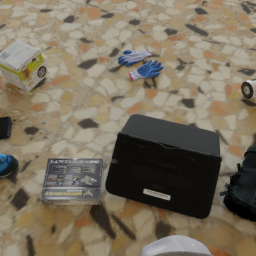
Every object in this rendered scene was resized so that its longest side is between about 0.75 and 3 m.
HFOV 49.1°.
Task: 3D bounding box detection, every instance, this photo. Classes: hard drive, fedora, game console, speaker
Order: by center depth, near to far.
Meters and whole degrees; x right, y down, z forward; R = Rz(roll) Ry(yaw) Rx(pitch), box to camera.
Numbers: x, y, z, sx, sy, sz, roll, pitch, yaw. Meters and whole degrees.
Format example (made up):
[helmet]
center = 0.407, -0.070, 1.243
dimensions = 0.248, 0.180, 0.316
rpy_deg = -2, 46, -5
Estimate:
[fedora]
center = 1.017, 3.117, 6.176
dimensions = 2.264, 2.002, 1.022
rpy_deg = -2, 25, 2
[game console]
center = 1.122, 0.971, 8.418
dimensions = 2.951, 1.718, 2.595
rpy_deg = 13, 85, 10
[hard drive]
center = -4.137, -0.010, 9.177
dimensions = 0.581, 0.182, 0.861
rpy_deg = -10, 55, -7
[speaker]
center = 4.927, -1.551, 9.997
dimensions = 1.628, 0.661, 0.661
rpy_deg = -17, 56, -11

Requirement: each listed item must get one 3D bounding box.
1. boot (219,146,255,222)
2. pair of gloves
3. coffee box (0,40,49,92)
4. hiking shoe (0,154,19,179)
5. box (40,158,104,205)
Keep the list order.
[boot]
center = 3.927, 1.687, 7.519
dimensions = 2.463, 0.911, 2.018
rpy_deg = 24, 55, 24
[pair of gloves]
center = 0.462, -2.556, 10.995
dimensions = 1.448, 0.205, 1.801
rpy_deg = -23, 58, -16
[coffee box]
center = -3.802, -2.230, 10.121
dimensions = 1.174, 1.161, 1.172
rpy_deg = 25, 60, 21
[hiking shoe]
center = -4.317, 0.946, 8.006
dimensions = 2.227, 0.965, 0.828
rpy_deg = 2, 54, 2
[box]
center = -1.538, 1.499, 7.961
dimensions = 1.635, 0.395, 1.295
rpy_deg = -1, 54, 0
